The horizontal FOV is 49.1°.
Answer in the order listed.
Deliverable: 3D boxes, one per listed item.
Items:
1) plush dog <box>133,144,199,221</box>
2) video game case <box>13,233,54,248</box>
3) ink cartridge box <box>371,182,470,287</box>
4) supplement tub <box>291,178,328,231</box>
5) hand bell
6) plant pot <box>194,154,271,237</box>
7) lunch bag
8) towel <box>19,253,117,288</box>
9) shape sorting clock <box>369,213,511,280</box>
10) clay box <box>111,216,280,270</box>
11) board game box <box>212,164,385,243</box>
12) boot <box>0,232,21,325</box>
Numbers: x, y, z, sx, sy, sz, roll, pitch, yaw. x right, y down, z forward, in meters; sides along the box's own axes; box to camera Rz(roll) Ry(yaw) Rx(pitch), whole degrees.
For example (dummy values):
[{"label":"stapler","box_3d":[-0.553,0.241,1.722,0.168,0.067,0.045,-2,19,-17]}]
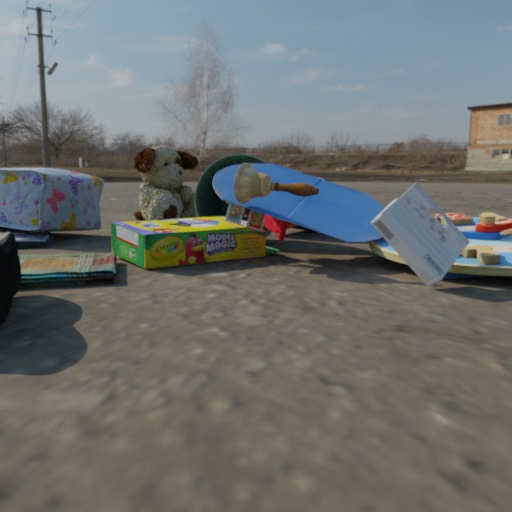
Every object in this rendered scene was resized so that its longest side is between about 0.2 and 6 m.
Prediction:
[{"label":"plush dog","box_3d":[-2.436,-1.893,14.755,1.917,2.052,2.389,5,11,30]},{"label":"video game case","box_3d":[-4.936,-0.285,10.820,1.825,0.173,1.304,-3,9,-13]},{"label":"ink cartridge box","box_3d":[2.133,-0.293,7.224,0.969,1.100,0.246,-39,-4,-37]},{"label":"supplement tub","box_3d":[0.977,-1.225,12.696,2.059,1.262,1.262,6,3,-42]},{"label":"hand bell","box_3d":[0.339,-0.992,8.171,1.195,0.622,0.622,11,13,26]},{"label":"plant pot","box_3d":[-0.321,-1.078,11.225,1.741,1.741,1.172,0,2,-2]},{"label":"lunch bag","box_3d":[-4.721,-1.162,11.838,2.291,1.456,1.943,9,7,22]},{"label":"towel","box_3d":[-3.182,0.167,7.796,2.414,0.262,1.770,-2,10,-14]},{"label":"shape sorting clock","box_3d":[3.592,-0.273,8.707,3.613,0.709,3.613,-3,9,1]},{"label":"clay box","box_3d":[-0.979,-0.288,9.415,2.517,0.599,1.446,-7,14,-34]},{"label":"board game box","box_3d":[0.749,-0.738,9.525,3.085,0.601,2.437,20,27,12]},{"label":"boot","box_3d":[-3.426,0.276,5.544,1.812,0.866,2.400,-6,10,-13]}]
